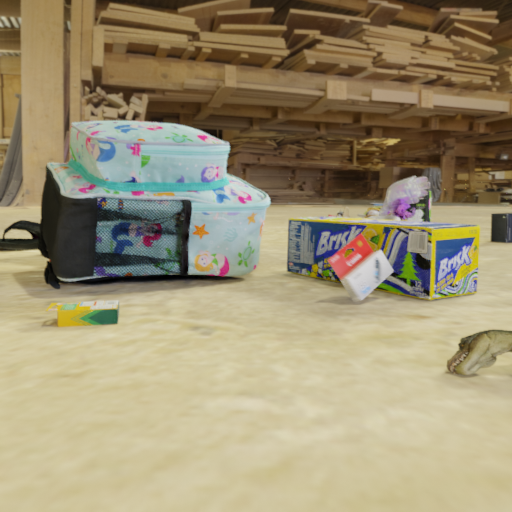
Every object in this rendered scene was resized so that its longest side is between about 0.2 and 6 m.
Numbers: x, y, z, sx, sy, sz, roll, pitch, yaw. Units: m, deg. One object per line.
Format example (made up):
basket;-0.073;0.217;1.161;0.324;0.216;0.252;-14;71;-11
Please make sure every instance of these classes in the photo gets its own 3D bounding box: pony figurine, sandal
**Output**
pony figurine;3.213;-0.850;13.435;2.020;1.743;2.093;-7;18;27
sandal;-5.067;-0.525;13.274;2.782;0.666;1.046;-5;9;-38

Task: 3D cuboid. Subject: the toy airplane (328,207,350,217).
toy airplane;2.129;-0.743;13.933;0.811;0.808;0.572;-27;7;-34

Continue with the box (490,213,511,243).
box;6.744;-0.747;14.726;1.046;0.774;0.546;-2;6;-24

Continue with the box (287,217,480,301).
box;1.719;-0.063;8.225;1.024;0.940;2.922;-5;9;-34

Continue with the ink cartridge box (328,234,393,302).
ink cartridge box;1.285;0.124;6.846;0.693;0.610;0.155;-36;6;-31

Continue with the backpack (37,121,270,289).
backpack;-1.480;-0.798;8.681;3.273;2.464;2.905;6;15;-27

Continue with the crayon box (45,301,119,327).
crayon box;-1.789;0.600;5.824;0.701;0.181;0.441;-1;7;-12

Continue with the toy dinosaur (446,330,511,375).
toy dinosaur;2.471;0.698;3.962;2.052;0.487;0.904;3;0;-1

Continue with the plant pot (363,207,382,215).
plant pot;3.599;-0.938;16.529;0.909;0.909;0.835;2;-5;18

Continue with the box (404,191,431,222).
box;4.037;-1.013;14.462;0.843;1.357;1.008;3;7;24
